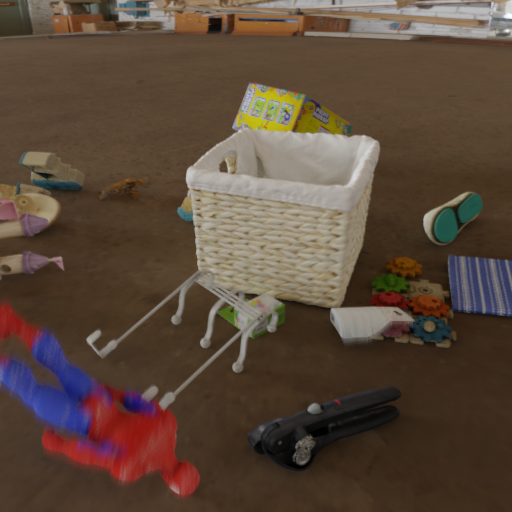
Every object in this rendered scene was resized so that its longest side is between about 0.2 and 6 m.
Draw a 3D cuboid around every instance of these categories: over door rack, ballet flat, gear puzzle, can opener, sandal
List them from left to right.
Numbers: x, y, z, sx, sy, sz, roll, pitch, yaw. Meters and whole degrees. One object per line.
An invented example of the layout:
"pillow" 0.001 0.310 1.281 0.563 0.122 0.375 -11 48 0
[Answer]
"sandal" -5.754 -1.130 12.260 2.864 0.942 1.050 7 70 22
"over door rack" -1.070 1.262 8.457 2.354 0.784 1.739 -32 42 -30
"can opener" 0.959 2.043 7.004 2.117 0.671 0.832 -13 30 -22
"gear puzzle" 2.746 0.640 9.946 1.408 0.356 2.718 6 29 11
"ballet flat" 4.188 -0.792 12.384 0.822 0.822 2.365 24 35 37

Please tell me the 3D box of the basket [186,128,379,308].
"basket" 0.631 -0.855 10.575 2.963 2.383 2.937 8 29 17

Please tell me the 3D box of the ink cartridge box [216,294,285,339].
"ink cartridge box" -0.109 0.905 9.444 0.725 0.372 0.981 -23 37 -36

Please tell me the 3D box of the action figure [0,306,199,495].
"action figure" -2.072 1.826 6.736 3.316 0.857 1.085 28 36 16

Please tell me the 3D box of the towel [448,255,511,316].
"towel" 4.807 0.628 10.153 2.523 0.301 1.827 5 31 13

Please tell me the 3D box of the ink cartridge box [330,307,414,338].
"ink cartridge box" 1.836 1.048 8.978 1.140 0.269 0.912 0 8 -3

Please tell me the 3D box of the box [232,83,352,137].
"box" 1.026 -3.648 15.882 2.241 1.419 2.327 27 9 41

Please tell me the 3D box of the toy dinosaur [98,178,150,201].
"toy dinosaur" -3.229 -1.853 14.453 1.733 0.524 0.921 -23 35 -37

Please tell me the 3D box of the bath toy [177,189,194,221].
"bath toy" -1.107 -1.450 13.508 0.768 0.903 2.078 -26 14 31

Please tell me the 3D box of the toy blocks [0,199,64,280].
"toy blocks" -4.890 -0.652 10.251 2.162 2.400 2.569 -10 27 -5

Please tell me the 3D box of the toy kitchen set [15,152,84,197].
"toy kitchen set" -5.318 -1.539 13.779 1.220 1.660 2.072 4 -8 7
